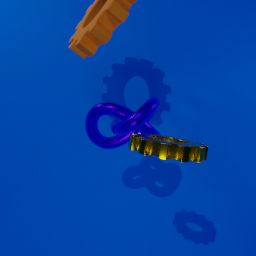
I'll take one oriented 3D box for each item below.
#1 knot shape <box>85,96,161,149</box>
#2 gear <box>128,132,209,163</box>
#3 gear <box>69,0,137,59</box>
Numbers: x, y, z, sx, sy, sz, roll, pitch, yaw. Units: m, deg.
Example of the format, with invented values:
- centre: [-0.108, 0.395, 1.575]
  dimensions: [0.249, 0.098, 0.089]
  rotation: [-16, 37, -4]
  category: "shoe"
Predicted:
- centre: [0.094, -0.044, 5.751]
  dimensions: [1.657, 1.550, 0.765]
  rotation: [-17, 67, 31]
  category: "knot shape"
- centre: [0.553, 0.256, 3.938]
  dimensions: [1.085, 1.085, 0.201]
  rotation: [9, 95, 2]
  category: "gear"
- centre: [-0.505, -2.479, 6.038]
  dimensions: [0.387, 2.091, 2.091]
  rotation: [34, 78, -27]
  category: "gear"
